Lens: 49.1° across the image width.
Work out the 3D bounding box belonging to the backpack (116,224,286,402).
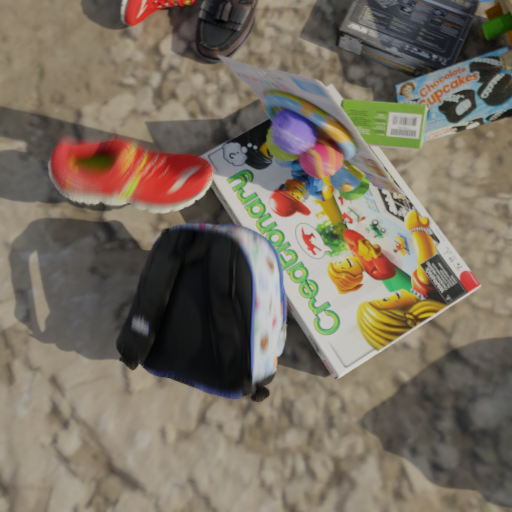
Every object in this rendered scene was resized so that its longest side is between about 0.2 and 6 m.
[{"bbox_3d":[-0.557,0.636,7.837,2.318,1.786,2.208,8,102,25],"label":"backpack"}]

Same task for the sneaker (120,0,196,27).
[{"bbox_3d":[-1.549,-4.910,10.322,2.154,0.830,0.915,-43,83,-11],"label":"sneaker"}]

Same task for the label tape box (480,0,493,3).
[{"bbox_3d":[4.514,-5.397,10.689,0.740,0.325,1.026,-9,75,-3],"label":"label tape box"}]

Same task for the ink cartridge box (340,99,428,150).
[{"bbox_3d":[1.812,-1.929,8.398,1.172,1.586,0.601,6,99,6],"label":"ink cartridge box"}]

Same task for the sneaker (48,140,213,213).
[{"bbox_3d":[-1.834,-1.257,8.393,2.445,1.038,0.942,-3,67,-13],"label":"sneaker"}]

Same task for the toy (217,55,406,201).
[{"bbox_3d":[0.717,-1.412,7.358,1.658,2.880,0.680,28,90,38],"label":"toy"}]

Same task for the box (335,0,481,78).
[{"bbox_3d":[2.767,-4.266,10.269,2.141,0.517,1.695,24,76,6],"label":"box"}]

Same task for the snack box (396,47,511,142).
[{"bbox_3d":[3.374,-2.659,9.469,1.872,0.347,1.087,-13,72,29],"label":"snack box"}]

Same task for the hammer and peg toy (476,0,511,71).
[{"bbox_3d":[4.495,-3.310,9.378,0.963,2.008,2.730,-20,75,21],"label":"hammer and peg toy"}]

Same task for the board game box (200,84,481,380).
[{"bbox_3d":[1.238,-0.494,9.102,2.634,0.722,4.172,-31,76,-8],"label":"board game box"}]

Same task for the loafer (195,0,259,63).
[{"bbox_3d":[-0.345,-4.988,10.252,1.072,0.940,2.984,23,76,6],"label":"loafer"}]
